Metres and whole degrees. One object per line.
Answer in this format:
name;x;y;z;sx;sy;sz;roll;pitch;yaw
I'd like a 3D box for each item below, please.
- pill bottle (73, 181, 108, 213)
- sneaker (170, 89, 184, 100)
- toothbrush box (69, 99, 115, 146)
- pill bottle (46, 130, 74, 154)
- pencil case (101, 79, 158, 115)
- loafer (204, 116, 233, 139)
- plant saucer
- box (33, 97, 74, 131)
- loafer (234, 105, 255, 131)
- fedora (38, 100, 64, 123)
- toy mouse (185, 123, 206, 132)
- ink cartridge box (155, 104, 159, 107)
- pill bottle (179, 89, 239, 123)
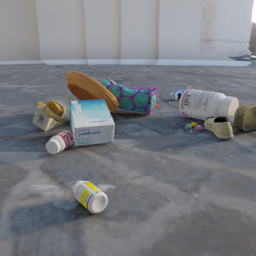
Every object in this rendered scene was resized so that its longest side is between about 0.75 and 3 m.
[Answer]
pill bottle;-0.836;1.436;5.975;0.458;0.458;0.839;-13;22;-35
sneaker;3.008;-1.926;16.550;0.557;0.501;1.355;16;31;37
toothbrush box;-1.335;-0.250;10.021;1.350;0.787;1.845;-5;34;-16
pill bottle;-2.177;0.454;8.960;0.522;0.522;0.952;5;18;16
pencil case;-0.063;-1.543;13.493;2.865;1.324;1.219;14;13;18
loafer;3.471;-0.161;10.645;0.736;0.664;1.945;-2;18;-6
plant saucer;-1.731;-1.531;12.914;2.792;0.523;2.792;30;-14;8
box;-2.914;-0.624;11.565;0.692;0.831;2.023;32;29;13
loafer;5.081;-0.468;11.099;2.606;0.991;0.879;-15;18;-40
fedora;-2.663;-0.678;10.118;1.175;0.479;1.175;41;3;-2
toy mouse;2.598;-0.039;11.074;0.904;0.175;0.803;10;20;29
ink cartridge box;0.978;-1.447;15.274;1.134;0.398;1.395;-4;14;-14
pill bottle;3.478;-0.945;12.118;2.230;1.264;1.264;17;24;40
